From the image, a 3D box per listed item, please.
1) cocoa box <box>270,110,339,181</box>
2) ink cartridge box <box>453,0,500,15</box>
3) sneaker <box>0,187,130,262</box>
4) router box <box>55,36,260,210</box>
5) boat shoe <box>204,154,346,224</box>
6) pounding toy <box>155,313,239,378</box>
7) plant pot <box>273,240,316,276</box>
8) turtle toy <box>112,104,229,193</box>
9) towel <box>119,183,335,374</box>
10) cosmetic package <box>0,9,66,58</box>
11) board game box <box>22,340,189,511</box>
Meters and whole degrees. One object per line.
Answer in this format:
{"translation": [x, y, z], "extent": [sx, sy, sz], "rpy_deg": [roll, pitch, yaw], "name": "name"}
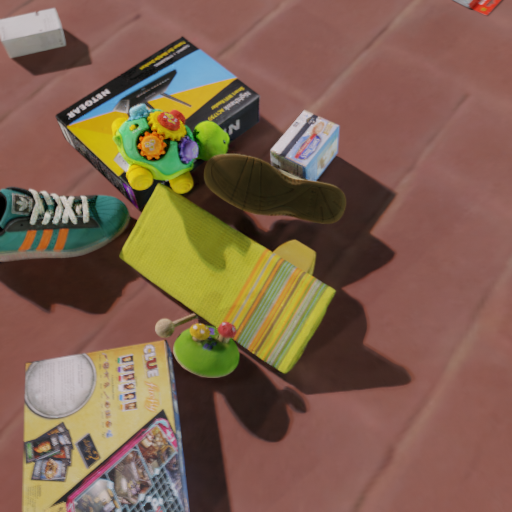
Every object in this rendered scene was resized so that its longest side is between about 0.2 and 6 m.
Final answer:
{"translation": [0.928, -1.957, 10.528], "extent": [0.788, 0.801, 1.200], "rpy_deg": [29, 66, 21], "name": "cocoa box"}
{"translation": [5.134, -6.279, 13.192], "extent": [1.242, 0.311, 1.007], "rpy_deg": [35, 67, 20], "name": "ink cartridge box"}
{"translation": [-3.704, -0.617, 9.617], "extent": [2.926, 1.169, 1.044], "rpy_deg": [-11, 62, -6], "name": "sneaker"}
{"translation": [-1.848, -2.690, 10.940], "extent": [3.175, 0.811, 2.368], "rpy_deg": [-41, 69, -19], "name": "router box"}
{"translation": [0.271, -1.101, 9.790], "extent": [2.558, 0.829, 0.937], "rpy_deg": [17, 90, -16], "name": "boat shoe"}
{"translation": [-0.798, 1.193, 8.575], "extent": [1.323, 0.614, 1.021], "rpy_deg": [37, 34, 28], "name": "pounding toy"}
{"translation": [0.611, 0.189, 9.403], "extent": [0.741, 0.745, 0.763], "rpy_deg": [32, 69, 16], "name": "plant pot"}
{"translation": [-1.417, -1.883, 9.380], "extent": [2.018, 1.020, 1.471], "rpy_deg": [0, 53, -37], "name": "turtle toy"}
{"translation": [-0.556, 0.305, 9.234], "extent": [3.581, 0.323, 1.541], "rpy_deg": [33, 96, 17], "name": "towel"}
{"translation": [-4.924, -4.892, 12.313], "extent": [1.262, 0.512, 0.712], "rpy_deg": [-17, 65, -10], "name": "cosmetic package"}
{"translation": [-2.157, 2.959, 8.025], "extent": [2.188, 0.559, 3.230], "rpy_deg": [-9, 61, -5], "name": "board game box"}
